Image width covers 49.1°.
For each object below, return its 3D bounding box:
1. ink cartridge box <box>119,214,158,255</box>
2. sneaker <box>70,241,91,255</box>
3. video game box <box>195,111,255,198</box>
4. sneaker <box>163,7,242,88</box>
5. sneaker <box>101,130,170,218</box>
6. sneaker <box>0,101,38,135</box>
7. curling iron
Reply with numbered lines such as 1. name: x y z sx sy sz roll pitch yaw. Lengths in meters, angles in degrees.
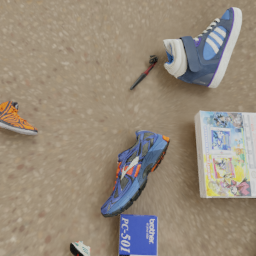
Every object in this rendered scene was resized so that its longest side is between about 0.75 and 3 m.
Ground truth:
1. ink cartridge box: 0.264 3.648 7.865 1.083 0.509 2.303 3 77 0
2. sneaker: -1.136 3.419 7.591 1.023 0.478 0.360 28 110 41
3. video game box: 3.225 0.785 8.285 2.312 0.594 2.538 3 73 -8
4. sneaker: 2.263 -2.848 9.034 2.114 1.163 2.887 19 83 0
5. sneaker: 0.074 1.296 8.251 1.150 1.105 2.933 30 71 17
6. sneaker: -3.489 -0.355 8.748 1.592 0.617 0.892 17 79 4
7. curling iron: 0.514 -1.841 9.289 0.367 0.189 1.480 41 82 -29
